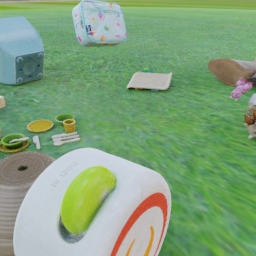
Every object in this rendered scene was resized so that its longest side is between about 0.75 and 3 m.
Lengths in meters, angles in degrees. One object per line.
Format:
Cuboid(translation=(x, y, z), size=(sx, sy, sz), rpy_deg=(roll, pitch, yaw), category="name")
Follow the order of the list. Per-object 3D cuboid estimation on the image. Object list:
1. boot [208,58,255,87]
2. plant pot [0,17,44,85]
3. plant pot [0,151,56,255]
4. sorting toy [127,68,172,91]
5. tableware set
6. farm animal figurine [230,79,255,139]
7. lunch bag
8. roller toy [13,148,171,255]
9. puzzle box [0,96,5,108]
Cuboid(translation=(4.906, -2.319, 11.220), size=(2.023, 0.972, 2.767), rpy_deg=(-27, 47, -36), category="boot")
Cuboid(translation=(-4.569, -2.939, 11.326), size=(2.202, 2.162, 2.156), rpy_deg=(39, 43, 25), category="plant pot")
Cuboid(translation=(-1.745, 1.068, 4.868), size=(2.044, 0.943, 2.044), rpy_deg=(0, 29, 0), category="plant pot")
Cuboid(translation=(0.939, -1.981, 11.291), size=(1.618, 0.322, 2.188), rpy_deg=(2, 31, 13), category="sorting toy")
Cuboid(translation=(-2.485, 0.047, 7.425), size=(2.312, 0.355, 1.557), rpy_deg=(-10, 29, -18), category="tableware set")
Cuboid(translation=(3.633, -0.242, 7.327), size=(1.877, 1.169, 2.324), rpy_deg=(20, 25, -2), category="farm animal figurine")
Cuboid(translation=(-0.926, -3.474, 9.301), size=(1.807, 1.449, 0.697), rpy_deg=(-14, 8, -39), category="lunch bag")
Cuboid(translation=(-0.421, 1.255, 3.601), size=(1.383, 1.979, 1.805), rpy_deg=(17, 12, 31), category="roller toy")
Cuboid(translation=(-5.540, -0.509, 8.448), size=(1.919, 0.367, 2.884), rpy_deg=(16, 32, 27), category="puzzle box")
